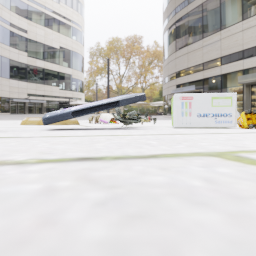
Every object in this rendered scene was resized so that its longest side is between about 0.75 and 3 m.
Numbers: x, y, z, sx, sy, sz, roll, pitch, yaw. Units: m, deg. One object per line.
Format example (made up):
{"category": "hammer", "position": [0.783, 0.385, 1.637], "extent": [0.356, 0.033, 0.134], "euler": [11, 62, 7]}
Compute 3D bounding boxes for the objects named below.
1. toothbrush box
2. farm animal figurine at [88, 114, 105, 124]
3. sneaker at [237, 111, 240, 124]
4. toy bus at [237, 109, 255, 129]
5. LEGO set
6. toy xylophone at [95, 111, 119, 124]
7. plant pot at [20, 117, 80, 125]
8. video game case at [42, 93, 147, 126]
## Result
{"category": "toothbrush box", "position": [2.395, -0.550, 9.352], "extent": [1.817, 1.074, 2.495], "euler": [0, 3, 8]}
{"category": "farm animal figurine", "position": [-1.781, -0.536, 16.350], "extent": [1.116, 0.582, 1.104], "euler": [0, 2, -5]}
{"category": "sneaker", "position": [4.971, -0.452, 14.010], "extent": [1.827, 0.687, 0.808], "euler": [-3, -8, -43]}
{"category": "toy bus", "position": [3.480, -0.204, 8.191], "extent": [0.795, 0.539, 0.763], "euler": [-4, -10, -26]}
{"category": "LEGO set", "position": [0.210, -0.245, 9.998], "extent": [2.234, 0.633, 1.451], "euler": [12, -5, -39]}
{"category": "toy xylophone", "position": [-1.168, -0.553, 15.286], "extent": [1.172, 0.402, 1.601], "euler": [23, 9, 20]}
{"category": "plant pot", "position": [-3.704, -0.331, 13.432], "extent": [2.784, 0.383, 2.784], "euler": [0, 1, 0]}
{"category": "video game case", "position": [-1.002, -0.567, 7.837], "extent": [2.650, 0.251, 1.893], "euler": [-16, 9, -12]}
